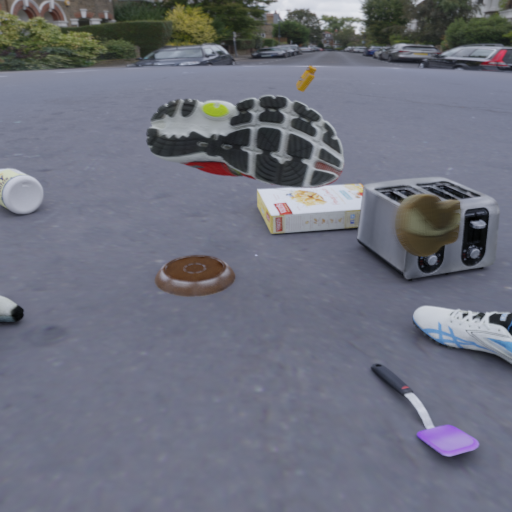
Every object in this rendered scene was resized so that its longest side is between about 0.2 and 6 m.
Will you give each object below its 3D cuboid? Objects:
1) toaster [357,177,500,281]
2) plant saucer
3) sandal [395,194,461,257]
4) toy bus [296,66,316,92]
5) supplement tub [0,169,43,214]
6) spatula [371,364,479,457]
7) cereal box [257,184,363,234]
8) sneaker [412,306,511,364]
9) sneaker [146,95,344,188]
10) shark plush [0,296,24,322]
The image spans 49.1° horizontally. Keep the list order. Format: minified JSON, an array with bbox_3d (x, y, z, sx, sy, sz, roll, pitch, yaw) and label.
[{"bbox_3d":[3.317,-0.632,11.156,2.097,1.376,2.319,-7,25,-17],"label":"toaster"},{"bbox_3d":[-1.141,0.318,10.444,1.507,0.242,1.507,-1,24,0],"label":"plant saucer"},{"bbox_3d":[2.505,-0.503,8.406,0.604,0.898,2.235,12,12,34],"label":"sandal"},{"bbox_3d":[1.234,-4.336,13.699,0.204,0.625,0.245,10,53,-30],"label":"toy bus"},{"bbox_3d":[-5.991,-1.626,13.875,0.963,0.963,1.328,-21,31,-39],"label":"supplement tub"},{"bbox_3d":[1.992,1.863,7.023,0.552,0.201,1.953,-7,25,-18],"label":"spatula"},{"bbox_3d":[1.493,-1.170,13.356,2.722,0.538,1.959,-4,24,-9],"label":"cereal box"},{"bbox_3d":[3.336,1.056,8.154,2.126,0.770,0.764,16,30,35],"label":"sneaker"},{"bbox_3d":[-0.086,-1.782,8.967,3.379,1.301,1.435,17,-1,25],"label":"sneaker"},{"bbox_3d":[-5.513,0.555,8.814,3.728,1.694,1.553,20,61,29],"label":"shark plush"}]
